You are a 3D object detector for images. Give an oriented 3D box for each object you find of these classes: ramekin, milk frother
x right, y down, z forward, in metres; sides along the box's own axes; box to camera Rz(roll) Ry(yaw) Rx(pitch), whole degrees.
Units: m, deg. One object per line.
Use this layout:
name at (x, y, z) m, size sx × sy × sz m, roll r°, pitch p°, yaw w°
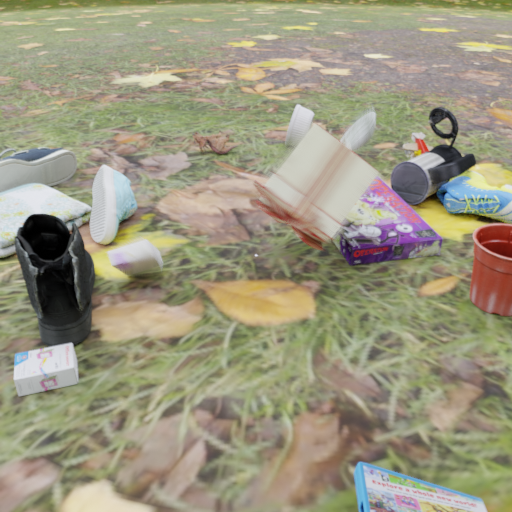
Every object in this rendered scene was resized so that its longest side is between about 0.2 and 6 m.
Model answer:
ramekin at (1.339, -3.883, 16.930) m, size 0.586 × 1.258 × 1.258 m, roll 17°, pitch 33°, yaw 6°
milk frother at (4.221, -2.483, 13.761) m, size 1.740 × 1.669 × 1.850 m, roll -27°, pitch 83°, yaw -38°

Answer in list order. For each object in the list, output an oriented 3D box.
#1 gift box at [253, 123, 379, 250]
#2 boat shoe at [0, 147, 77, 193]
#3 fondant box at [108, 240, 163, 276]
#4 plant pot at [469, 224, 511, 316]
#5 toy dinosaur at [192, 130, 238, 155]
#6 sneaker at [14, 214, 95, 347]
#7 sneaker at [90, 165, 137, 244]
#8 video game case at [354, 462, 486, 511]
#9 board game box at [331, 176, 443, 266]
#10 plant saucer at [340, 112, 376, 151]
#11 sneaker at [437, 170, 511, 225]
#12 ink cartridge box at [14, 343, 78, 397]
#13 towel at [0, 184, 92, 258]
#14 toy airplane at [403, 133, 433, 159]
gift box at (1.031, -1.286, 10.649) m, size 1.759 × 1.780 × 1.907 m, roll 37°, pitch -3°, yaw 4°
boat shoe at (-5.903, -2.139, 14.073) m, size 0.937 × 1.134 × 3.030 m, roll 17°, pitch 34°, yaw 24°
fondant box at (-2.243, 0.046, 10.501) m, size 0.746 × 1.034 × 0.301 m, roll -18°, pitch 77°, yaw 0°
plant pot at (4.392, 0.288, 9.920) m, size 1.305 × 1.269 × 1.305 m, roll 0°, pitch 31°, yaw 0°
toy dinosaur at (-1.211, -3.264, 16.574) m, size 1.285 × 0.552 × 0.871 m, roll 28°, pitch 48°, yaw 14°
sneaker at (-3.398, 0.043, 9.594) m, size 1.160 × 2.015 × 3.863 m, roll -9°, pitch 33°, yaw -16°
sneaker at (-3.125, -1.132, 12.703) m, size 1.006 × 0.908 × 2.456 m, roll 21°, pitch 39°, yaw -30°
video game case at (1.823, 3.084, 5.565) m, size 1.563 × 0.194 × 2.184 m, roll 18°, pitch 21°, yaw -3°
board game box at (2.486, -0.915, 12.722) m, size 2.021 × 0.544 × 3.367 m, roll -3°, pitch 31°, yaw -13°
plant saucer at (2.214, -2.578, 11.986) m, size 0.273 × 1.089 × 1.089 m, roll 39°, pitch 27°, yaw -17°
sneaker at (5.126, -1.149, 12.881) m, size 1.260 × 0.908 × 2.398 m, roll -24°, pitch 32°, yaw -11°
ink cartridge box at (-3.158, 1.703, 8.451) m, size 0.859 × 0.364 × 0.621 m, roll -9°, pitch 32°, yaw -17°
towel at (-5.216, -0.849, 12.518) m, size 2.052 × 0.577 × 2.398 m, roll 26°, pitch 39°, yaw 31°
toy airplane at (4.636, -3.029, 15.981) m, size 0.966 × 0.681 × 0.961 m, roll 36°, pitch 49°, yaw -4°
